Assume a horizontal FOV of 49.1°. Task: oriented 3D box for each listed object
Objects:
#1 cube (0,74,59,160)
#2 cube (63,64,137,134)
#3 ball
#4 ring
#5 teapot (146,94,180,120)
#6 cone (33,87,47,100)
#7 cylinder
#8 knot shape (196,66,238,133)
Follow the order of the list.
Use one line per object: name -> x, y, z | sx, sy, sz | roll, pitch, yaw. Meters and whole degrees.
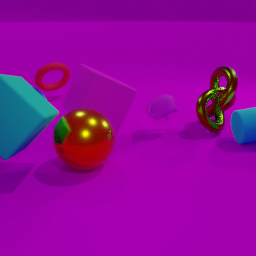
cube -> -2.240, -0.243, 5.471 | 1.120, 1.120, 1.120 | 43, 5, -6
cube -> -0.817, -0.826, 7.825 | 1.347, 1.347, 1.347 | 19, 11, -31
ball -> -0.922, 0.230, 5.923 | 1.308, 1.308, 1.308 | 0, 23, 0
ring -> -2.803, -1.891, 10.460 | 1.368, 1.368, 0.274 | -14, 60, -30
teapot -> 0.950, -0.512, 7.586 | 1.294, 0.634, 0.804 | -14, -15, -45
cone -> -3.305, -0.492, 8.532 | 1.296, 1.291, 1.291 | -16, 6, 45
cylinder -> 3.169, -0.079, 7.060 | 0.858, 0.858, 0.858 | -9, 23, 1
knot shape -> 2.461, -0.656, 7.870 | 0.852, 1.845, 1.726 | 21, 55, 22
